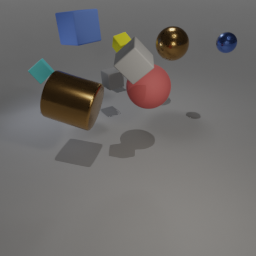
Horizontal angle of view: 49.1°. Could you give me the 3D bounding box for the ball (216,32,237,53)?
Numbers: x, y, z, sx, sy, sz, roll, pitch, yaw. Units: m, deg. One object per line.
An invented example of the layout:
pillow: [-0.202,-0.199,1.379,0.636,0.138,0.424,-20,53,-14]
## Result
ball: [3.428,-2.965,9.741,0.700,0.700,0.700,0,29,0]

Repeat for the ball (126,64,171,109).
ball: [0.642,-1.300,8.779,1.400,1.400,1.400,0,29,0]

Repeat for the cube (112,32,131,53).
cube: [-0.278,-4.032,13.451,0.700,0.700,0.700,-27,69,-20]

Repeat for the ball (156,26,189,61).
ball: [1.866,-3.551,11.807,1.400,1.400,1.400,0,29,0]

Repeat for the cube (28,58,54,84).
cube: [-3.546,-2.338,11.495,0.700,0.700,0.700,-40,20,4]

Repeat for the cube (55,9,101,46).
cube: [-2.268,-4.641,12.885,1.400,1.400,1.400,18,34,41]

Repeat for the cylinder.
cylinder: [-1.565,-0.785,8.049,1.400,1.400,1.400,18,31,4]

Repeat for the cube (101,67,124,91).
cube: [-0.649,-2.064,11.677,0.700,0.700,0.700,-21,34,-26]

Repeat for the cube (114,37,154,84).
cube: [0.150,-1.665,6.918,0.700,0.700,0.700,-35,30,27]
